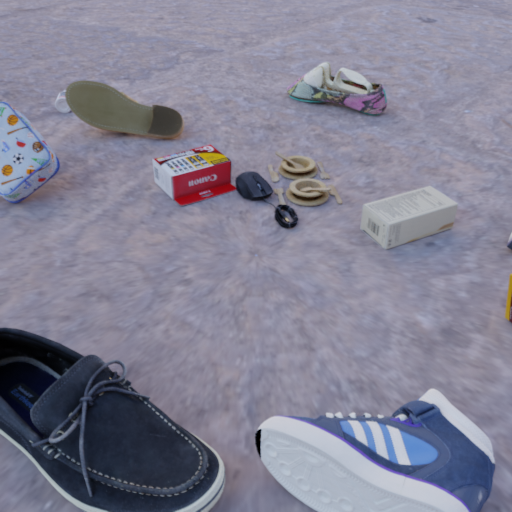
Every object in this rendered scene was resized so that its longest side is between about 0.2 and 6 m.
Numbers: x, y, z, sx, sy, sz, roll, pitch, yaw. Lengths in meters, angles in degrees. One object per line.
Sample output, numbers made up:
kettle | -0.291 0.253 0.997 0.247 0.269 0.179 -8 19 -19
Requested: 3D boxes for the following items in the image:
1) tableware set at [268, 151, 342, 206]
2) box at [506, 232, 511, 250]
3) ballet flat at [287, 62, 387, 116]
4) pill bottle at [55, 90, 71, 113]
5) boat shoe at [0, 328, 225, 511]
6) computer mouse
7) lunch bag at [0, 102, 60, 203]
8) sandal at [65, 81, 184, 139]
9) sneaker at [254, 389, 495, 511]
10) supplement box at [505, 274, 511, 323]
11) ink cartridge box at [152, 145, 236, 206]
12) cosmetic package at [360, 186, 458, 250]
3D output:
tableware set | 0.900 -1.550 10.880 1.185 0.359 1.793 -5 36 -6
box | 4.501 -0.485 8.987 0.485 0.787 0.781 32 44 10
ballet flat | 2.006 -4.281 14.050 2.761 0.982 0.954 22 54 28
pill bottle | -4.778 -3.889 14.037 0.409 0.409 0.683 -4 37 -6
boat shoe | -1.828 1.698 5.894 3.330 1.037 1.242 21 39 24
computer mouse | 0.190 -1.093 10.273 0.571 0.332 1.948 -16 40 -27
lunch bag | -4.614 -1.901 10.338 1.374 0.648 1.715 -42 81 -4
sandal | -2.965 -3.192 12.917 2.750 1.009 0.905 16 -3 2
sneaker | 1.297 1.924 5.827 2.216 0.893 1.622 16 30 27
supplement box | 4.050 0.680 7.341 1.029 0.693 1.043 -8 23 -8
ink cartridge box | -1.154 -1.567 10.754 1.284 0.538 1.127 -21 42 -27
cosmetic package | 2.594 -0.668 9.537 1.459 0.519 0.768 -15 38 -20
